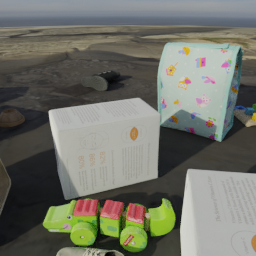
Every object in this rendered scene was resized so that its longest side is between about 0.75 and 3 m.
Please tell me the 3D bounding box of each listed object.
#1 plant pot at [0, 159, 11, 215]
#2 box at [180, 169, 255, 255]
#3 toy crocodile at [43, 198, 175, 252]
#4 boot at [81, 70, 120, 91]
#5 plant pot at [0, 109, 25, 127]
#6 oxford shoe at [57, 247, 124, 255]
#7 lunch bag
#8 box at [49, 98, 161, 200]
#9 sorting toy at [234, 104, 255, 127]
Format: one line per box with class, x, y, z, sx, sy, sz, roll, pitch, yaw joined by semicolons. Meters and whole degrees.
plant pot;-3.679;1.068;5.256;1.827;2.061;2.063;-15;27;-4
box;2.204;1.825;4.022;2.726;1.450;2.076;3;25;7
toy crocodile;-0.353;1.671;5.199;2.416;0.746;0.816;3;25;7
boot;-1.080;-2.475;14.242;1.683;0.670;2.042;19;27;31
plant pot;-4.218;-0.416;10.019;0.935;0.431;0.935;0;26;0
oxford shoe;-0.570;2.157;4.611;1.307;0.377;0.491;6;29;17
lunch bag;2.289;-1.335;9.115;2.430;2.853;1.740;15;29;30
box;-0.534;0.409;6.669;2.316;1.763;1.231;-9;27;-19
sorting toy;4.779;-0.452;10.181;1.444;0.349;2.565;-2;26;-4
